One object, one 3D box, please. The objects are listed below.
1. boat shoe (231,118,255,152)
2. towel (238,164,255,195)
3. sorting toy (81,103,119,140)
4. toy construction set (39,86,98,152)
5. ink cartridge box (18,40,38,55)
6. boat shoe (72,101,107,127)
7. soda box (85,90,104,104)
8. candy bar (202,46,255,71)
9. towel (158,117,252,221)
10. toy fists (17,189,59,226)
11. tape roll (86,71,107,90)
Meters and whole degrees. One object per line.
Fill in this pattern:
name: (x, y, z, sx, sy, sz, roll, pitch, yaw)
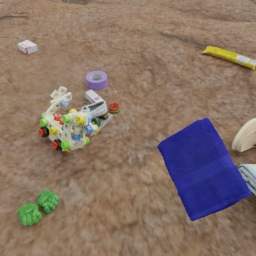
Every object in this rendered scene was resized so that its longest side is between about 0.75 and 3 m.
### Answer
boat shoe: (4.658, 0.176, 9.661, 2.586, 0.953, 0.895, -27, 45, -26)
towel: (4.457, 1.641, 7.841, 2.043, 0.575, 2.387, 6, 14, 2)
sorting toy: (-1.459, -0.385, 10.611, 1.220, 0.428, 2.531, 24, 50, 23)
toy construction set: (-2.168, -0.260, 9.504, 1.271, 1.809, 2.759, -1, 32, -36)
ink cartridge box: (-5.203, -4.196, 14.535, 0.825, 0.344, 0.599, 30, 52, 27)
boat shoe: (-1.495, -0.588, 10.130, 1.562, 0.522, 0.575, -28, 52, -23)
soda box: (-1.362, -1.182, 11.508, 0.322, 0.301, 0.944, -30, 52, -27)
candy bar: (5.077, -3.513, 13.871, 2.772, 0.307, 0.691, 28, 55, 25)
towel: (1.735, 0.962, 6.660, 1.527, 0.512, 2.067, -32, 68, 21)
toy fists: (-2.523, 2.256, 7.946, 0.604, 0.408, 1.185, 35, 53, 30)
tape roll: (-1.376, -2.121, 12.401, 0.916, 0.389, 0.916, 0, 45, 0)
